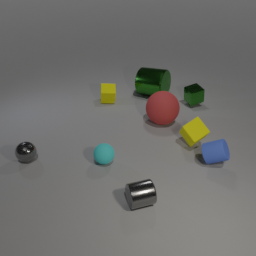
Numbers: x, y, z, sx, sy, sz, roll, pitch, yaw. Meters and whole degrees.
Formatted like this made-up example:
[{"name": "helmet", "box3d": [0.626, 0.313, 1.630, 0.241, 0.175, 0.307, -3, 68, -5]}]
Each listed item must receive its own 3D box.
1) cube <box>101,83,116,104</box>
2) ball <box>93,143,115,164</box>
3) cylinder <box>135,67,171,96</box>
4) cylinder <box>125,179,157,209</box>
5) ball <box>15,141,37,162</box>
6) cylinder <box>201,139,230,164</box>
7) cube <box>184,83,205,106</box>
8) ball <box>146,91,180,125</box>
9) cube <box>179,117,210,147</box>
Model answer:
[{"name": "cube", "box3d": [-0.964, -1.674, 13.584, 0.700, 0.700, 0.700, 1, 50, -6]}, {"name": "ball", "box3d": [-0.797, 0.855, 9.304, 0.700, 0.700, 0.700, 0, 30, 0]}, {"name": "cylinder", "box3d": [1.274, -2.308, 14.163, 1.400, 1.400, 1.400, 12, 32, 28]}, {"name": "cylinder", "box3d": [0.349, 1.810, 7.704, 0.700, 0.700, 0.700, -10, 31, -15]}, {"name": "ball", "box3d": [-3.455, 0.805, 9.480, 0.700, 0.700, 0.700, 0, 30, 0]}, {"name": "cylinder", "box3d": [2.847, 0.763, 9.098, 0.700, 0.700, 0.700, -17, 19, 31]}, {"name": "cube", "box3d": [3.107, -1.579, 13.185, 0.700, 0.700, 0.700, -19, 41, -12]}, {"name": "ball", "box3d": [1.440, -0.833, 11.654, 1.400, 1.400, 1.400, 0, 30, 0]}, {"name": "cube", "box3d": [2.374, 0.141, 10.049, 0.700, 0.700, 0.700, -33, 76, -10]}]
